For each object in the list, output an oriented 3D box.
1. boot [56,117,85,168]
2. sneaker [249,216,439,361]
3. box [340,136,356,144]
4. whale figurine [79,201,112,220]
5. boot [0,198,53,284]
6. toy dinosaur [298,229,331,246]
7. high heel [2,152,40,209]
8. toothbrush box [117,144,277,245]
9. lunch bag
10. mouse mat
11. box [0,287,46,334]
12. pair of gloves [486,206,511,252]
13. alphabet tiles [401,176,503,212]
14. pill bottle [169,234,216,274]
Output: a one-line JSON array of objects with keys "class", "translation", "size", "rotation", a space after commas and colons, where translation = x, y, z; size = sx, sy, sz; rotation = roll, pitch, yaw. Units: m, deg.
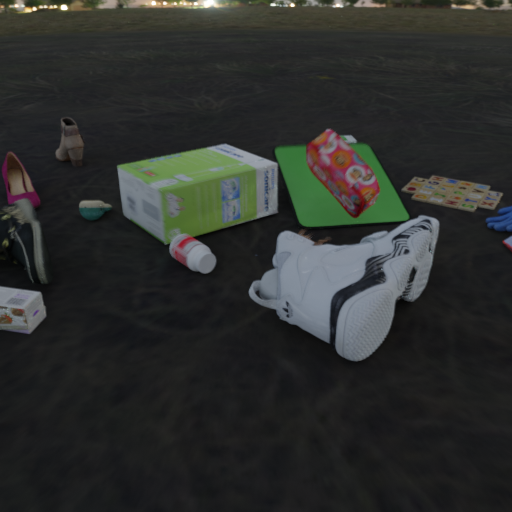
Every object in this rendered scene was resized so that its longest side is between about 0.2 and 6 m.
[{"class": "boot", "translation": [-5.191, -3.200, 15.478], "size": [0.589, 1.226, 1.677], "rotation": [-22, 35, -35]}, {"class": "sneaker", "translation": [1.526, 0.119, 9.041], "size": [2.073, 1.355, 3.607], "rotation": [20, 37, 28]}, {"class": "box", "translation": [2.509, -3.056, 15.885], "size": [0.510, 0.595, 0.592], "rotation": [-2, 27, -7]}, {"class": "whale figurine", "translation": [-3.514, -0.996, 12.309], "size": [0.654, 0.427, 0.822], "rotation": [1, 3, 16]}, {"class": "boot", "translation": [-4.764, -0.095, 9.888], "size": [1.982, 0.947, 2.624], "rotation": [-15, 35, -23]}, {"class": "toy dinosaur", "translation": [1.002, -0.133, 10.189], "size": [1.004, 0.431, 0.681], "rotation": [20, 23, -1]}, {"class": "high heel", "translation": [-5.518, -1.710, 12.958], "size": [0.666, 0.950, 1.976], "rotation": [-18, 33, -30]}, {"class": "toothbrush box", "translation": [-1.241, -1.434, 12.117], "size": [2.828, 1.217, 2.059], "rotation": [-20, 32, -31]}, {"class": "lunch bag", "translation": [1.729, -1.612, 11.342], "size": [0.695, 1.495, 1.697], "rotation": [-38, 77, -5]}, {"class": "mouse mat", "translation": [1.899, -1.713, 13.029], "size": [2.616, 0.122, 3.252], "rotation": [-4, 44, -9]}, {"class": "box", "translation": [-4.568, 0.740, 8.821], "size": [2.507, 0.485, 0.519], "rotation": [6, 28, 11]}, {"class": "pair of gloves", "translation": [5.590, -0.693, 11.177], "size": [1.614, 0.229, 2.008], "rotation": [-24, 21, 13]}, {"class": "alphabet tiles", "translation": [4.740, -1.541, 13.583], "size": [2.175, 0.069, 1.810], "rotation": [16, 32, 28]}, {"class": "pill bottle", "translation": [-1.148, -0.026, 10.241], "size": [0.510, 0.510, 0.908], "rotation": [-20, 34, -33]}]
